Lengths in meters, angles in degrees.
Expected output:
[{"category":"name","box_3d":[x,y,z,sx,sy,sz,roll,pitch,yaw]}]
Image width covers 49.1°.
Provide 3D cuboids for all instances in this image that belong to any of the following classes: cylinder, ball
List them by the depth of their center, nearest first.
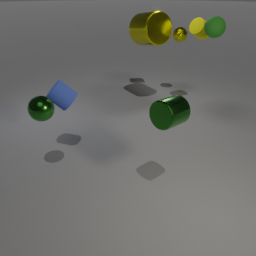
[{"category":"cylinder","box_3d":[0.974,-0.365,6.527,0.700,0.700,0.700,-20,34,-40]},{"category":"ball","box_3d":[-2.336,-0.523,7.537,0.700,0.700,0.700,0,28,0]},{"category":"cylinder","box_3d":[-2.050,-1.012,8.661,0.700,0.700,0.700,37,19,-21]},{"category":"ball","box_3d":[2.922,-3.386,9.398,0.700,0.700,0.700,0,28,0]},{"category":"cylinder","box_3d":[3.043,-4.158,11.745,0.700,0.700,0.700,9,14,-47]},{"category":"cylinder","box_3d":[0.979,-4.365,12.347,1.400,1.400,1.400,-16,23,-27]},{"category":"ball","box_3d":[2.484,-4.444,13.344,0.700,0.700,0.700,0,28,0]}]
